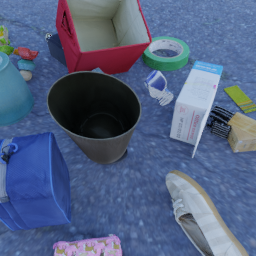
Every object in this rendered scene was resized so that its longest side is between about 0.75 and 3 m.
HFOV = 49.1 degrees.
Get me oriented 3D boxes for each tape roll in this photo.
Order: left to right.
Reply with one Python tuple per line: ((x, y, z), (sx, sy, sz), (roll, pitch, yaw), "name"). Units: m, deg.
((1.576, -3.163, 11.820), (1.951, 0.469, 1.951), (0, 48, 0), "tape roll")

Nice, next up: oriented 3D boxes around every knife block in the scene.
((3.564, -0.079, 8.897), (1.900, 0.608, 1.668), (-5, 49, -4), "knife block")

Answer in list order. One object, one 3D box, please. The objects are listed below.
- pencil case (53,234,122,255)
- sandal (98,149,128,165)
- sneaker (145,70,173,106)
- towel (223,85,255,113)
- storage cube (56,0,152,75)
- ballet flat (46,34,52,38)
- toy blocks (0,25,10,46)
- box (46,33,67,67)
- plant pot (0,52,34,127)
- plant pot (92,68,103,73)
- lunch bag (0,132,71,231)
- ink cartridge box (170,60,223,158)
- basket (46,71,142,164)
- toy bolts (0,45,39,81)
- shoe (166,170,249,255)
((-0.899, 2.798, 6.274), (1.521, 0.630, 0.658), (-6, 50, -5), "pencil case")
((-1.182, 0.171, 8.683), (2.797, 0.599, 1.064), (35, 57, 28), "sandal")
((0.696, -1.171, 7.553), (0.551, 1.363, 0.787), (-40, 62, 5), "sneaker")
((4.088, -1.071, 10.145), (0.593, 0.124, 1.378), (-14, 49, -13), "towel")
((-1.031, -3.346, 9.859), (2.807, 2.523, 2.399), (-15, 84, -20), "storage cube")
((-3.346, -3.896, 12.552), (1.160, 0.371, 0.439), (36, 55, 28), "ballet flat")
((-5.945, -3.995, 12.502), (1.047, 0.765, 1.532), (-19, 49, -2), "toy blocks")
((-2.287, -3.376, 11.707), (1.506, 0.861, 1.654), (-35, 56, -25), "box")
((-4.347, -1.382, 9.235), (2.009, 1.888, 2.009), (0, 48, 0), "plant pot")
((-1.061, -1.082, 9.520), (1.170, 1.167, 1.192), (-35, 62, -27), "plant pot")
((-2.337, 1.264, 6.440), (1.629, 2.461, 1.672), (-9, 50, -4), "lunch bag")
((2.063, -0.639, 8.732), (0.944, 1.603, 2.784), (18, 49, 16), "ink cartridge box")
((-0.693, -0.049, 7.071), (2.132, 2.364, 1.608), (19, 68, 11), "basket")
((-4.299, -2.522, 11.126), (1.749, 1.213, 1.671), (13, 8, 24), "toy bolts")
((1.647, 2.168, 6.607), (0.750, 0.982, 2.809), (-19, 52, -23), "shoe")
